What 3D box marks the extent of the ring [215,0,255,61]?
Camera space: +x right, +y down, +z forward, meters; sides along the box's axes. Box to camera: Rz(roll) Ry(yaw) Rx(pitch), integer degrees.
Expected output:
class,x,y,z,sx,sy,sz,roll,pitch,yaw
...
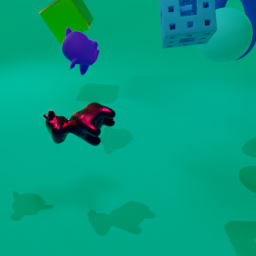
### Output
class,x,y,z,sx,sy,sz,roll,pitch,yaw
ring,2.858,-2.865,7.489,2.085,2.085,0.417,-21,21,-30

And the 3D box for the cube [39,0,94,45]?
class,x,y,z,sx,sy,sz,roll,pitch,yaw
cube,-2.270,-4.231,10.612,1.338,1.338,1.338,-24,31,17

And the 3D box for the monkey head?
class,x,y,z,sx,sy,sz,roll,pitch,yaw
monkey head,-1.434,-2.098,7.984,0.993,1.185,1.648,8,49,-29

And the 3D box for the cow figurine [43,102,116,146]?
class,x,y,z,sx,sy,sz,roll,pitch,yaw
cow figurine,-0.966,-0.133,5.461,1.159,0.647,1.178,28,57,13

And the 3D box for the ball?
class,x,y,z,sx,sy,sz,roll,pitch,yaw
ball,2.075,-1.989,6.071,1.145,1.145,1.145,0,32,0

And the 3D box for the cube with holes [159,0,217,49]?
class,x,y,z,sx,sy,sz,roll,pitch,yaw
cube with holes,0.921,-1.790,4.495,0.766,0.766,0.766,-5,2,5
